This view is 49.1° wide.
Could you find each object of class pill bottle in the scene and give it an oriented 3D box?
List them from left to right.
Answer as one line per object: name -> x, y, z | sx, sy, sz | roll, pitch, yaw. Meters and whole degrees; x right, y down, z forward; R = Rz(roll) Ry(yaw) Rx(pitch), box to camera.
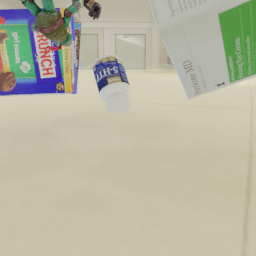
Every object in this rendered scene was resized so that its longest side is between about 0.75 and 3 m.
pill bottle -> -0.259, -0.749, 4.857 | 0.553, 0.924, 0.553 | -15, -22, -6

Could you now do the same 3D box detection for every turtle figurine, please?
turtle figurine -> -0.913, -1.357, 3.396 | 0.801, 1.070, 0.539 | -19, 55, 12

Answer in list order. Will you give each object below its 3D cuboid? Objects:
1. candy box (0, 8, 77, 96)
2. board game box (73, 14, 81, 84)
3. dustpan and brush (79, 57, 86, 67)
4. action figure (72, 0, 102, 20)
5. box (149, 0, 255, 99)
candy box -> -2.349, -1.680, 6.463 | 2.206, 1.865, 0.850 | -2, 7, -2
board game box -> -1.997, -2.376, 8.290 | 0.884, 1.825, 1.455 | -2, 32, -20
dustpan and brush -> -1.872, -2.405, 10.156 | 0.693, 0.284, 0.993 | 33, -21, -11
action figure -> -1.256, -3.876, 7.790 | 1.699, 0.906, 2.611 | 31, -3, -25
box -> 2.000, -2.867, 6.901 | 2.472, 2.885, 2.871 | -18, -31, 17
